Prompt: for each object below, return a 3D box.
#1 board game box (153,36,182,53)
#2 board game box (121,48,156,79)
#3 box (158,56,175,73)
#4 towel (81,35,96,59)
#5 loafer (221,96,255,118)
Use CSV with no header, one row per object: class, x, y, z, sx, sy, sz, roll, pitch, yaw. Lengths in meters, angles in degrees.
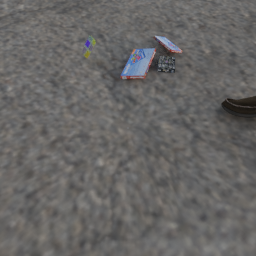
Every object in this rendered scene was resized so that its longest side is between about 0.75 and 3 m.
board game box,1.626,-3.434,11.499,0.633,0.120,1.230,-7,44,-35
board game box,0.419,-2.480,10.722,0.925,0.175,1.798,5,48,20
box,1.496,-2.480,10.851,0.665,0.181,0.830,4,49,4
towel,-1.511,-3.076,10.640,0.088,0.771,0.554,7,41,-44
loafer,4.020,-0.755,8.786,2.075,0.740,0.757,8,27,10
